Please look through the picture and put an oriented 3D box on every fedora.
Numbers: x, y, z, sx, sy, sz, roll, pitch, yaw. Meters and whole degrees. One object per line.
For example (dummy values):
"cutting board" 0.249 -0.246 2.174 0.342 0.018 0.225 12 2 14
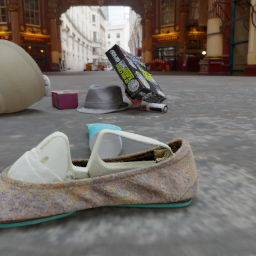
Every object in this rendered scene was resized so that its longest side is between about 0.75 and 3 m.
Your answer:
"fedora" -0.946 -1.191 10.844 1.878 0.959 2.123 10 16 39

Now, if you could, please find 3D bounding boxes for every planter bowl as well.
"planter bowl" -4.441 -1.522 9.789 2.543 2.543 1.712 7 43 30

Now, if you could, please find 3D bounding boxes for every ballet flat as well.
"ballet flat" -0.508 0.493 3.374 2.814 0.946 0.958 -3 13 -14

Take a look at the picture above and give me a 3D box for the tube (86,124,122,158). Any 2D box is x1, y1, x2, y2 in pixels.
"tube" -0.500 0.145 6.060 0.889 0.579 2.296 12 7 -8

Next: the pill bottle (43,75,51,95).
"pill bottle" -5.360 -2.301 15.330 1.155 1.155 1.930 9 16 36

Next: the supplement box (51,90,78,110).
"supplement box" -2.593 -1.170 11.451 0.815 0.643 1.246 -6 14 -26

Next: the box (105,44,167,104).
"box" 0.390 -1.957 10.807 0.565 2.044 2.552 -38 -19 20

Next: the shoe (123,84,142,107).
"shoe" 0.113 -1.678 11.443 0.582 1.630 0.742 -22 -22 7

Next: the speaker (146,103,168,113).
"speaker" 1.062 -0.738 10.295 0.771 0.313 0.313 11 17 39
